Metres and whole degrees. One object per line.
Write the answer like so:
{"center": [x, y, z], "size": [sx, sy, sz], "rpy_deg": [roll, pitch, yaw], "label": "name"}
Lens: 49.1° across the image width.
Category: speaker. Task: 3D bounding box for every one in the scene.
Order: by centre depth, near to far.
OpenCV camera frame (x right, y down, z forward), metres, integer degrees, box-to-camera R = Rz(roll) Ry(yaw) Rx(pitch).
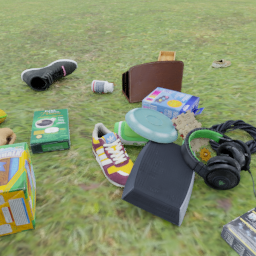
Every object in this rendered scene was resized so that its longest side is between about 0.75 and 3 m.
{"center": [0.501, 0.200, 9.556], "size": [1.905, 0.843, 0.843], "rpy_deg": [2, 33, 3], "label": "speaker"}

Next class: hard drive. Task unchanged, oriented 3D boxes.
{"center": [1.022, 1.258, 7.840], "size": [1.783, 0.560, 2.644], "rpy_deg": [24, 37, 6], "label": "hard drive"}

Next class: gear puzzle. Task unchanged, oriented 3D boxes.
{"center": [2.128, 0.296, 8.998], "size": [0.903, 0.228, 1.743], "rpy_deg": [-29, 82, -26], "label": "gear puzzle"}

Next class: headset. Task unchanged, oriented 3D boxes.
{"center": [2.943, 0.917, 7.903], "size": [2.916, 1.370, 1.801], "rpy_deg": [37, 46, 18], "label": "headset"}

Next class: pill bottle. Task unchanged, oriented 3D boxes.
{"center": [-1.173, -1.895, 12.970], "size": [0.926, 0.554, 0.554], "rpy_deg": [7, 34, 9], "label": "pill bottle"}

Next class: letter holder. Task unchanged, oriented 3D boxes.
{"center": [1.063, -2.299, 12.481], "size": [2.482, 1.764, 1.248], "rpy_deg": [-10, 35, -14], "label": "letter holder"}

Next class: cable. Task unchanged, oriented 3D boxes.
{"center": [3.771, 0.312, 9.671], "size": [1.989, 0.505, 1.623], "rpy_deg": [-6, 34, -10], "label": "cable"}

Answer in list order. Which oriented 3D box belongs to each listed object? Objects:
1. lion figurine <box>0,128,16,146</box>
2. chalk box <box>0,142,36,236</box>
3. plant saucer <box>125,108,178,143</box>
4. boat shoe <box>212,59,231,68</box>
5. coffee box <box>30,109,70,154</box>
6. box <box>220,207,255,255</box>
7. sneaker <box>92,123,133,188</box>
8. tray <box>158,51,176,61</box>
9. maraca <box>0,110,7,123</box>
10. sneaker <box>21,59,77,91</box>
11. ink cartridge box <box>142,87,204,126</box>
{"center": [-4.802, 0.221, 9.581], "size": [2.860, 1.036, 1.752], "rpy_deg": [22, 29, 7], "label": "lion figurine"}
{"center": [-3.195, 1.372, 7.198], "size": [1.442, 1.452, 2.326], "rpy_deg": [-8, 35, -12], "label": "chalk box"}
{"center": [0.806, -0.166, 8.983], "size": [1.816, 0.249, 1.816], "rpy_deg": [16, 30, -10], "label": "plant saucer"}
{"center": [5.320, -3.684, 15.813], "size": [1.227, 0.407, 0.454], "rpy_deg": [-14, 36, -20], "label": "boat shoe"}
{"center": [-2.764, 0.039, 10.105], "size": [1.319, 0.472, 2.145], "rpy_deg": [-7, 35, -11], "label": "coffee box"}
{"center": [3.217, 2.625, 6.229], "size": [1.405, 0.428, 1.743], "rpy_deg": [-17, 37, -26], "label": "box"}
{"center": [-0.466, 0.772, 8.436], "size": [0.899, 1.080, 2.398], "rpy_deg": [-20, 38, -27], "label": "sneaker"}
{"center": [2.275, -4.055, 16.447], "size": [0.938, 0.352, 1.902], "rpy_deg": [6, 35, 8], "label": "tray"}
{"center": [-5.198, -0.454, 10.773], "size": [1.121, 0.600, 0.768], "rpy_deg": [3, 13, 20], "label": "maraca"}
{"center": [-3.649, -2.500, 13.597], "size": [2.786, 0.985, 1.382], "rpy_deg": [-19, 40, -18], "label": "sneaker"}
{"center": [1.832, -0.771, 11.046], "size": [2.184, 0.834, 1.490], "rpy_deg": [19, 38, 23], "label": "ink cartridge box"}
